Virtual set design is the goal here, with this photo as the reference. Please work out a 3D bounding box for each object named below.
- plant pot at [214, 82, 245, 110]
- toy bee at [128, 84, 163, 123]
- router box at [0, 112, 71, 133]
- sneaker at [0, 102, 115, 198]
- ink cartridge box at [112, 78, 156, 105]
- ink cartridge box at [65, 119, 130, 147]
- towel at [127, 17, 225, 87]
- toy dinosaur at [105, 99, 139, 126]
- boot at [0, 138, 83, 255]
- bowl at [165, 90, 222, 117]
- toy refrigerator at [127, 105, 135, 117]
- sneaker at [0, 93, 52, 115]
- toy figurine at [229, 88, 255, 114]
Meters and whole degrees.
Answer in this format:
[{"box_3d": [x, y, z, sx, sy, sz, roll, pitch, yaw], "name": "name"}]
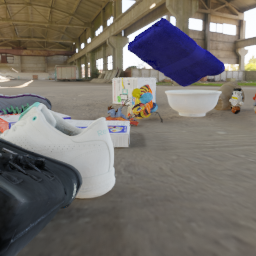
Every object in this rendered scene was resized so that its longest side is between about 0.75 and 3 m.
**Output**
[{"box_3d": [4.655, -1.416, 13.481, 1.178, 1.357, 1.357, -22, 19, -24], "name": "plant pot"}, {"box_3d": [0.479, -0.837, 10.386, 1.130, 1.361, 2.079, -22, 18, 10], "name": "toy bee"}, {"box_3d": [-2.836, -0.154, 8.413, 1.788, 0.437, 1.605, -7, 13, -35], "name": "router box"}, {"box_3d": [-1.527, 0.226, 4.170, 2.761, 1.222, 1.039, 2, 12, 11], "name": "sneaker"}, {"box_3d": [0.337, -2.147, 16.248, 1.535, 1.542, 2.102, -10, 13, -43], "name": "ink cartridge box"}, {"box_3d": [-0.878, 0.112, 7.130, 1.847, 0.434, 1.825, -1, 12, 1], "name": "ink cartridge box"}, {"box_3d": [1.575, -2.443, 9.276, 2.796, 0.693, 2.065, 26, -21, -27], "name": "towel"}, {"box_3d": [-0.228, -0.294, 9.584, 0.779, 1.484, 1.347, 33, 16, -36], "name": "toy dinosaur"}, {"box_3d": [-1.464, 0.437, 2.360, 1.906, 0.759, 2.312, 8, -3, 1], "name": "boot"}, {"box_3d": [2.670, -1.034, 11.622, 2.271, 1.021, 2.271, 0, 11, 0], "name": "bowl"}, {"box_3d": [0.288, -0.752, 11.738, 0.462, 0.426, 1.217, 1, 10, 9], "name": "toy refrigerator"}, {"box_3d": [-4.365, -0.632, 10.587, 2.830, 1.053, 1.239, 2, 40, -15], "name": "sneaker"}, {"box_3d": [5.230, -1.104, 12.212, 1.548, 1.077, 1.524, 5, 17, 19], "name": "toy figurine"}]
